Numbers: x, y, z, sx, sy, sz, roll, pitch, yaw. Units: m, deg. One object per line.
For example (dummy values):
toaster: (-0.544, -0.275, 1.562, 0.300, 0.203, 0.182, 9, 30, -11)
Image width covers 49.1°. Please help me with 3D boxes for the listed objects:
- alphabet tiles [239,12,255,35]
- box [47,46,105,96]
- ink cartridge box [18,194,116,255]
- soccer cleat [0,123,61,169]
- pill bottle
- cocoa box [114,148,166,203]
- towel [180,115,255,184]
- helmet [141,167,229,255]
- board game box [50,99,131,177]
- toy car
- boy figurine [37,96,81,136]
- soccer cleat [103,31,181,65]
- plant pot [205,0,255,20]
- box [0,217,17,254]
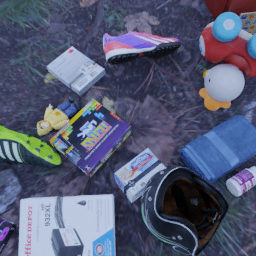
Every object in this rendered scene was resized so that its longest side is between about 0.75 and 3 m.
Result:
alphabet tiles: (4.338, -3.607, 10.108, 1.704, 1.424, 0.064, -8, 65, -6)
box: (-1.864, -2.074, 10.070, 1.665, 0.343, 1.298, 37, 68, 16)
ink cartridge box: (-1.490, 2.585, 7.133, 2.296, 0.961, 1.666, -2, 77, -2)
soccer cleat: (-3.349, 0.680, 8.414, 2.734, 0.923, 1.108, 25, 109, -4)
pill bottle: (3.384, 1.516, 8.109, 0.964, 0.541, 0.541, -28, 66, -14)
cocoa box: (0.343, 1.354, 8.015, 1.268, 0.846, 0.832, -35, 68, -17)
towel: (2.874, 0.634, 8.542, 2.427, 0.589, 1.355, -29, 66, -13)
helmet: (1.271, 1.997, 7.033, 1.915, 2.008, 2.008, 32, 66, 31)
board game box: (-1.141, 0.266, 8.744, 1.631, 0.560, 1.973, 35, 68, 18)
toy car: (3.056, -1.871, 9.124, 2.288, 2.384, 2.586, 28, 92, 4)
boy figurine: (-2.336, -0.383, 9.116, 1.594, 0.514, 0.991, -40, 72, -21)
soccer cleat: (0.533, -3.021, 9.976, 2.894, 0.987, 1.059, -13, 82, -15)
plant pot: (4.204, -5.308, 10.783, 2.311, 2.039, 2.314, -15, 64, -7)
box: (-4.192, 3.231, 7.308, 1.582, 0.399, 2.213, 21, 66, 11)
